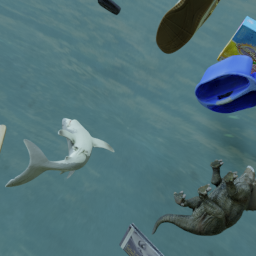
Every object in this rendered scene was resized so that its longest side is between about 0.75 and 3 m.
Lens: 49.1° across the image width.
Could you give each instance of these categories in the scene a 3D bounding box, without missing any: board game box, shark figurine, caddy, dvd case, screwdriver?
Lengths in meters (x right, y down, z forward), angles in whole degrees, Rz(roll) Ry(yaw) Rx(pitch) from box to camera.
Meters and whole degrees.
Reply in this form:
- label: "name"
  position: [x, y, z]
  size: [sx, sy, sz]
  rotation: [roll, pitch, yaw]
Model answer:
- label: "board game box"
  position: [3.019, -1.919, 6.954]
  size: [1.107, 1.447, 0.292]
  rotation: [32, 70, 6]
- label: "shark figurine"
  position: [-0.915, 0.511, 4.278]
  size: [1.084, 1.815, 0.757]
  rotation: [30, 110, -1]
- label: "caddy"
  position: [1.573, -0.606, 4.362]
  size: [0.785, 1.110, 0.583]
  rotation: [37, 64, -19]
- label: "dvd case"
  position: [0.384, 2.437, 5.168]
  size: [1.268, 0.943, 0.101]
  rotation: [42, 49, 22]
- label: "screwdriver"
  position: [-1.164, -3.843, 7.705]
  size: [2.243, 0.326, 0.313]
  rotation: [29, 99, -19]

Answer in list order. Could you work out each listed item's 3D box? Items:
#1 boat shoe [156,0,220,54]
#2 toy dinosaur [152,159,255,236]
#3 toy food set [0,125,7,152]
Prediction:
- label: "boat shoe"
  position: [1.331, -2.347, 5.650]
  size: [0.703, 2.117, 0.783]
  rotation: [-35, 84, -38]
- label: "toy dinosaur"
  position: [1.685, 1.485, 5.273]
  size: [2.560, 0.985, 1.309]
  rotation: [-36, 107, -12]
- label: "toy food set"
  position: [-2.923, 0.162, 3.807]
  size: [2.207, 0.348, 1.403]
  rotation: [0, 38, -12]
